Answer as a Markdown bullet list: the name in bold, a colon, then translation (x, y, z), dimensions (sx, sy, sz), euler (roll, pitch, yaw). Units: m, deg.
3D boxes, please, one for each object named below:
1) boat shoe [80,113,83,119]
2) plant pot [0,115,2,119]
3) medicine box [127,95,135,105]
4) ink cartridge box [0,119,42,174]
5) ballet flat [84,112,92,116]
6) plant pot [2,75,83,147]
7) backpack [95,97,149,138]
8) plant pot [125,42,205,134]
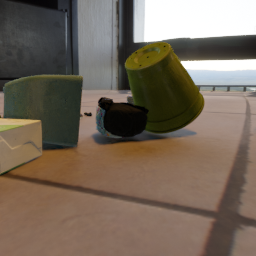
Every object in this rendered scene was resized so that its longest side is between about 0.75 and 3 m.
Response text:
- **boat shoe**: translation (-2.596, -0.732, 14.407), dimensions (0.539, 0.465, 1.483), euler (-1, 10, -6)
- **plant pot**: translation (-4.689, -0.043, 8.726), dimensions (1.317, 1.317, 1.268), euler (-6, 0, -31)
- **medicine box**: translation (1.008, -1.400, 16.510), dimensions (1.866, 1.054, 2.049), euler (2, 10, 10)
- **ink cartridge box**: translation (-3.853, 0.314, 6.899), dimensions (2.932, 0.987, 1.717), euler (3, 10, 15)
- **ballet flat**: translation (-2.203, -0.795, 15.459), dimensions (0.267, 0.228, 0.804), euler (-7, 12, -36)
- **plant pot**: translation (-2.682, -0.684, 8.695), dimensions (2.154, 2.109, 2.115), euler (4, 8, -19)
- **backpack**: translation (-0.440, -0.337, 9.766), dimensions (1.694, 1.285, 2.030), euler (9, 7, -26)
- **plant pot**: translation (1.163, -1.619, 10.269), dimensions (2.650, 2.552, 2.650), euler (-19, 35, 14)
